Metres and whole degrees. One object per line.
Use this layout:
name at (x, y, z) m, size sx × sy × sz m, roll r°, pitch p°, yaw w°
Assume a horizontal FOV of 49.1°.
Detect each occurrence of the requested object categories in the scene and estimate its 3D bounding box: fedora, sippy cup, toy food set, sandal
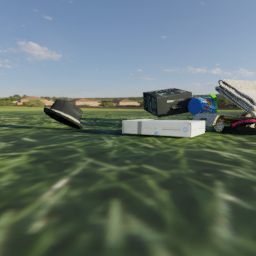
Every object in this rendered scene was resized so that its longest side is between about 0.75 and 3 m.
fedora at (-1.656, -0.423, 7.580) m, size 1.175 × 0.536 × 1.175 m, roll 21°, pitch -13°, yaw 5°
sippy cup at (2.804, -0.780, 10.751) m, size 0.891 × 1.216 × 0.955 m, roll 5°, pitch 9°, yaw -44°
toy food set at (2.594, -0.094, 7.321) m, size 1.518 × 0.459 × 1.089 m, roll 7°, pitch 1°, yaw -16°
sandal at (2.759, -0.064, 6.690) m, size 0.623 × 0.374 × 1.658 m, roll 0°, pitch 4°, yaw -27°

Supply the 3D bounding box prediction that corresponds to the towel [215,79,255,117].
towel at (3.528, -0.783, 7.124) m, size 2.356 × 0.406 × 1.561 m, roll -3°, pitch 35°, yaw -28°

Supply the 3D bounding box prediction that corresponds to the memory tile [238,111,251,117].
memory tile at (4.942, -0.995, 9.499) m, size 2.713 × 0.228 × 2.079 m, roll -22°, pitch -14°, yaw -22°

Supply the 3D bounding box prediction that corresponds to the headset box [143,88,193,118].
headset box at (1.638, -1.085, 11.591) m, size 1.554 × 0.828 × 1.784 m, roll -10°, pitch 17°, yaw -15°

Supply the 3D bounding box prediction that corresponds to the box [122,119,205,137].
box at (0.822, -0.025, 6.258) m, size 1.534 × 0.316 × 1.196 m, roll 1°, pitch 4°, yaw 28°
